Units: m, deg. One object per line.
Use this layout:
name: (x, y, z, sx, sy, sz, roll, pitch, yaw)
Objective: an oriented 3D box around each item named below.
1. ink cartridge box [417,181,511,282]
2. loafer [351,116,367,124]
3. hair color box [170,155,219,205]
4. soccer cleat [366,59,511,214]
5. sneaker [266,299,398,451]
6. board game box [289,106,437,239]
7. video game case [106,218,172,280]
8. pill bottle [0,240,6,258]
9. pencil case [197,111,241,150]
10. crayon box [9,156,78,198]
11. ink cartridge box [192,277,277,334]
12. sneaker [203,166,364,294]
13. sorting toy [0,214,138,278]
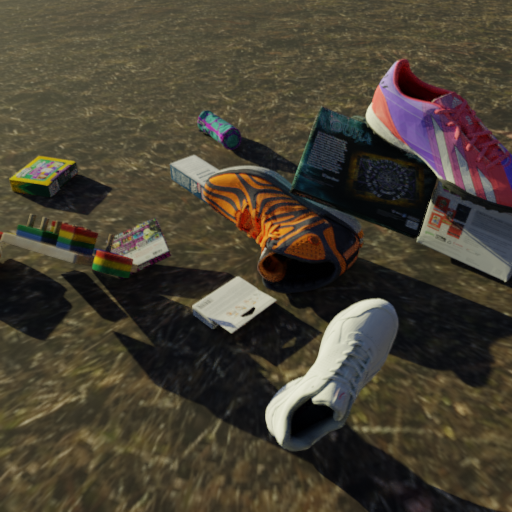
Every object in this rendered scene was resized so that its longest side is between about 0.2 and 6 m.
ink cartridge box: (4.225, -0.682, 10.553, 1.843, 1.618, 0.773, 29, 37, 27)
loafer: (3.279, -3.322, 14.913, 0.601, 0.687, 1.912, -14, 37, -27)
hair color box: (-1.283, -1.790, 13.064, 0.749, 0.453, 1.497, -28, 45, -31)
soccer cleat: (3.375, -1.993, 9.432, 1.164, 1.249, 3.412, -31, 62, -34)
sneaker: (1.094, 1.606, 7.177, 0.926, 2.376, 1.181, 36, 0, -4)
board game box: (2.090, -1.553, 10.472, 2.531, 0.356, 1.712, 21, 82, -3)
video game case: (-2.275, -0.153, 10.808, 1.087, 0.195, 0.986, -26, 52, -4)
pill bottle: (-5.280, 0.026, 10.568, 0.640, 0.640, 1.172, 11, 39, 13)
pencil case: (-1.009, -3.359, 14.953, 0.671, 0.618, 1.452, -4, 32, -39)
crayon box: (-5.018, -1.888, 13.278, 1.045, 0.353, 1.211, 9, 39, 14)
ink cartridge box: (-0.369, 0.904, 9.752, 0.991, 0.252, 1.125, 30, 47, 34)
sneaker: (0.196, -0.522, 10.589, 3.447, 1.337, 1.931, 22, 42, 19)
sorting toy: (-3.280, -0.265, 9.896, 3.500, 0.592, 1.687, 14, -1, 24)
